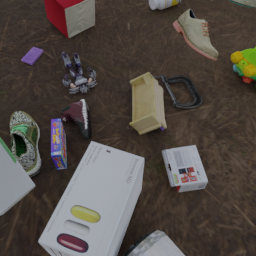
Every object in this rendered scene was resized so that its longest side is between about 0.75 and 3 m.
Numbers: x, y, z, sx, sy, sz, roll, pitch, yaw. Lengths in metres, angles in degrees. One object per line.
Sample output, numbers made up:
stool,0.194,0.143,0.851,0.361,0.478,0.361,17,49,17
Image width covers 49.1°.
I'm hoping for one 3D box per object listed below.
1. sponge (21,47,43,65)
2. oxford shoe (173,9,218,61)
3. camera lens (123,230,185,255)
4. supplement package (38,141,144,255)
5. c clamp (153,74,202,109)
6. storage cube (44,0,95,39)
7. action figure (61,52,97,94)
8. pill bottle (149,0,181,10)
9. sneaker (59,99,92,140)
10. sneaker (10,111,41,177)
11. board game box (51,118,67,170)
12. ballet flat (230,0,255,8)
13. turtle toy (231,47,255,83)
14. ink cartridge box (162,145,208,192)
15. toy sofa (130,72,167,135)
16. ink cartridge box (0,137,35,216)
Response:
sponge,-4.440,-3.360,13.022,0.558,0.149,1.000,19,57,12
oxford shoe,2.617,-3.495,10.379,0.896,0.935,2.533,3,46,-46
camera lens,0.856,3.801,7.057,1.629,1.629,2.037,-35,62,-22
supplement package,-0.777,2.295,7.722,1.612,2.265,2.908,16,56,11
c clamp,1.993,-1.537,11.698,1.859,0.295,2.176,-14,54,-16
storage cube,-2.824,-5.867,13.700,1.749,2.046,1.839,-35,69,-23
action figure,-2.163,-2.286,11.921,1.412,0.753,2.170,-15,60,-22
pill bottle,1.983,-6.941,15.069,1.643,0.920,0.920,-24,58,-17
sneaker,-2.006,-0.231,10.553,1.127,0.739,1.952,-12,45,-2
sneaker,-3.678,0.299,9.775,1.063,1.225,2.765,-17,57,-12
board game box,-2.401,0.561,9.735,0.332,0.996,1.482,-7,56,-5
ballet flat,3.865,-3.748,7.976,2.015,0.628,0.680,23,62,9
turtle toy,5.379,-2.418,11.720,1.692,1.174,2.322,-19,58,-11
ink cartridge box,1.836,1.371,9.412,1.229,0.587,1.400,-7,55,-5
toy sofa,0.745,-0.897,10.859,0.962,1.133,2.322,-22,50,28
ink cartridge box,-3.606,0.774,6.774,2.457,1.793,1.033,13,46,45
